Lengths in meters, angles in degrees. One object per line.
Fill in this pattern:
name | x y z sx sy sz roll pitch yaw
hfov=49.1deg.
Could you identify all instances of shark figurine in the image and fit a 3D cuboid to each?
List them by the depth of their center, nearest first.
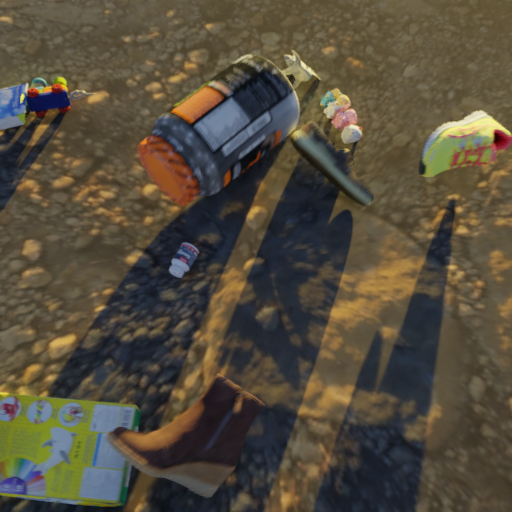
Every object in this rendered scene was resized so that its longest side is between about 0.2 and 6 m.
shark figurine | 0.919 -3.961 12.374 0.982 1.644 0.686 37 107 -12

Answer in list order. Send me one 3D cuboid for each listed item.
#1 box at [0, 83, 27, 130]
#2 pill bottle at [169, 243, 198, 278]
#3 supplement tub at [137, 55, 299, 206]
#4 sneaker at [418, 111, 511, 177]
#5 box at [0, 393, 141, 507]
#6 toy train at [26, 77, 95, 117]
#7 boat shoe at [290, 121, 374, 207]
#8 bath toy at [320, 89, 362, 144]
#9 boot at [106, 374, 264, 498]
box | -5.562 -3.142 12.051 1.472 0.351 0.898 -11 62 5
pill bottle | -1.365 0.089 10.464 0.359 0.359 0.601 22 64 11
supplement tub | -0.721 -2.405 10.884 2.948 1.806 1.806 -41 70 -19
sneaker | 4.152 -2.122 11.023 2.289 0.894 1.033 -32 53 -22
box | -3.234 3.019 8.792 2.565 0.620 1.505 6 63 0
toy train | -4.285 -3.632 12.341 1.449 0.613 0.838 -11 49 -6
boat shoe | 1.595 -1.835 11.009 2.078 0.761 0.673 44 90 2
bath toy | 1.907 -2.968 12.025 0.490 0.577 1.326 0 56 -40
boot | -1.037 2.543 8.544 2.050 0.742 1.706 34 78 -21
